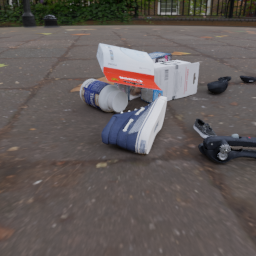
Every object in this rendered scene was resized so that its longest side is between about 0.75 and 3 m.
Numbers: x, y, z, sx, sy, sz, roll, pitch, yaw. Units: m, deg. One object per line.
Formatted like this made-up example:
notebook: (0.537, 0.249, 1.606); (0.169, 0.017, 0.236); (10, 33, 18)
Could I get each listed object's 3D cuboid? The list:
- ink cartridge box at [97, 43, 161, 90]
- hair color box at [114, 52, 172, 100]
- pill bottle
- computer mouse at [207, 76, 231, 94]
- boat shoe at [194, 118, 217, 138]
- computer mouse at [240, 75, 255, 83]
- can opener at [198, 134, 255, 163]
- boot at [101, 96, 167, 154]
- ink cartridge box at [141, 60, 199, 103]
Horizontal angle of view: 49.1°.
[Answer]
ink cartridge box: (0.028, -1.986, 8.920); (1.765, 0.521, 2.205); (6, 31, -20)
hair color box: (0.678, -2.225, 11.653); (0.872, 1.441, 2.882); (19, 31, 36)
pill bottle: (-0.831, -1.104, 9.790); (0.954, 0.954, 1.720); (-21, 32, -38)
computer mouse: (4.083, -1.902, 12.318); (0.812, 0.472, 2.771); (-7, 13, 31)
boat shoe: (2.235, 0.011, 8.064); (0.370, 0.350, 1.057); (-6, 25, -12)
computer mouse: (5.869, -2.204, 13.083); (1.222, 0.281, 0.858); (0, 23, -20)
can opener: (2.803, 0.458, 6.690); (2.139, 0.678, 0.841); (1, 24, 2)
boot: (0.290, -0.286, 7.903); (1.236, 0.995, 2.736); (13, 28, 14)
ink cartridge box: (1.663, -1.870, 10.971); (2.360, 1.369, 0.801); (-15, 28, -32)
